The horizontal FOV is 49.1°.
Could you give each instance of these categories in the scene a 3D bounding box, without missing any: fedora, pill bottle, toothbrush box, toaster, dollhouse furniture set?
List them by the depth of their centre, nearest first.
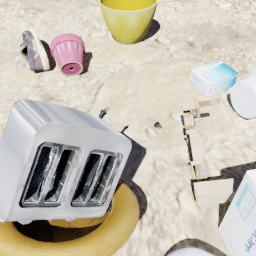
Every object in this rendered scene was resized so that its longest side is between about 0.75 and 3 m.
[{"bbox_3d":[-1.139,0.557,4.876,1.899,2.100,1.246,14,12,-43],"label":"toaster"},{"bbox_3d":[3.426,1.579,5.088,2.911,2.131,1.242,-12,46,-10],"label":"toothbrush box"},{"bbox_3d":[-1.170,1.821,5.228,2.948,1.202,2.948,0,20,0],"label":"fedora"},{"bbox_3d":[1.927,0.542,6.416,1.053,1.233,2.379,-8,56,11],"label":"dollhouse furniture set"},{"bbox_3d":[4.408,-1.178,8.426,2.382,1.350,1.350,-19,48,-18],"label":"pill bottle"},{"bbox_3d":[2.902,-1.706,9.523,1.281,0.546,0.938,-21,49,-20],"label":"toothbrush box"}]

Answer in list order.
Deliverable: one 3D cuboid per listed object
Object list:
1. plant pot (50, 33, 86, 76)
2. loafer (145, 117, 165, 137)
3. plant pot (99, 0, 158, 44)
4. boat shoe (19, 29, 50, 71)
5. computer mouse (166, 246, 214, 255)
[{"bbox_3d":[-2.071,-2.521,9.939,1.243,1.243,1.113,-10,64,-10],"label":"plant pot"},{"bbox_3d":[0.793,-0.099,8.094,0.310,0.280,0.819,-25,50,-23],"label":"loafer"},{"bbox_3d":[0.027,-4.470,11.538,2.313,1.642,2.313,0,45,0],"label":"plant pot"},{"bbox_3d":[-3.681,-2.959,10.570,0.811,0.900,2.502,-18,53,-24],"label":"boat shoe"},{"bbox_3d":[1.533,2.595,4.604,2.420,0.531,1.327,14,29,43],"label":"computer mouse"}]
